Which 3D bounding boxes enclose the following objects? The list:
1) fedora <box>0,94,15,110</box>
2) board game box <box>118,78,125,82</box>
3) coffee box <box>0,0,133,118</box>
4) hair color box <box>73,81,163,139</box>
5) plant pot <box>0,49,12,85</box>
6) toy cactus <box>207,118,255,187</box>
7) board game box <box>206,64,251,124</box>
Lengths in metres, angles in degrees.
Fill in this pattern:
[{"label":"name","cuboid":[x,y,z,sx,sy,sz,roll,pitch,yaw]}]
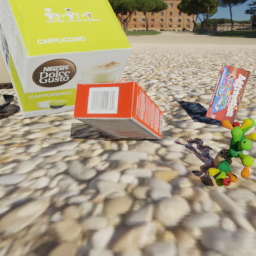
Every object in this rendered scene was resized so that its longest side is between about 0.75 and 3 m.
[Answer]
[{"label":"fedora","cuboid":[-4.358,-0.898,7.732,2.359,1.077,2.359,-13,22,5]},{"label":"board game box","cuboid":[-0.127,-1.115,8.930,0.200,0.760,0.993,-42,7,-18]},{"label":"coffee box","cuboid":[-1.969,-2.317,8.151,2.764,2.738,2.769,-13,67,-29]},{"label":"hair color box","cuboid":[-0.061,-0.261,5.643,1.112,0.671,2.191,1,-11,19]},{"label":"plant pot","cuboid":[-5.297,-2.839,11.724,2.923,1.962,2.923,-5,8,1]},{"label":"toy cactus","cuboid":[1.721,0.441,4.828,0.700,1.369,1.130,21,-22,3]},{"label":"board game box","cuboid":[2.587,-0.869,7.254,0.733,1.423,0.138,17,2,9]}]
